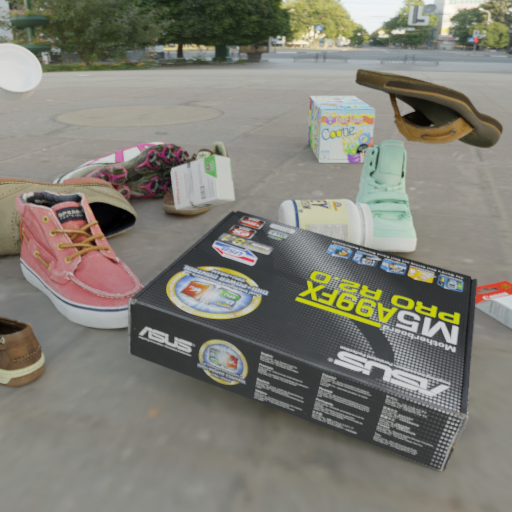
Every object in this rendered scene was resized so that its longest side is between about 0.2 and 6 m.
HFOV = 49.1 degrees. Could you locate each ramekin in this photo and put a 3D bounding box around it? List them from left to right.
[{"bbox_3d":[-2.766,-2.054,6.340,0.603,0.603,0.294,-16,-8,-33],"label":"ramekin"}]

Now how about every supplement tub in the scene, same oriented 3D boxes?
[{"bbox_3d":[1.023,-0.382,8.451,1.291,0.936,0.936,-2,22,-6],"label":"supplement tub"}]

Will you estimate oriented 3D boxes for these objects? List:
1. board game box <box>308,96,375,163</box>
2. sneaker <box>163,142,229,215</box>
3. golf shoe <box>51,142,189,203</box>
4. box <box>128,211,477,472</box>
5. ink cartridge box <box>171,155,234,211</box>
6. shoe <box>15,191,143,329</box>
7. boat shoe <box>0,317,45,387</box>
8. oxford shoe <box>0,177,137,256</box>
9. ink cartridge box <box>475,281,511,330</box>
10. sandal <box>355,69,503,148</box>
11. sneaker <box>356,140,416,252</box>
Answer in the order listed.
[{"bbox_3d":[2.272,-3.553,15.506,1.424,1.398,2.715,0,22,-1],"label":"board game box"},{"bbox_3d":[-1.210,-1.613,11.320,0.949,1.018,2.694,5,22,12],"label":"sneaker"},{"bbox_3d":[-2.655,-1.677,11.312,1.450,1.143,3.150,15,27,33],"label":"golf shoe"},{"bbox_3d":[0.615,0.583,5.713,2.997,0.663,2.401,17,29,16],"label":"box"},{"bbox_3d":[-0.830,-1.104,8.607,0.933,0.681,0.392,-8,-3,38],"label":"ink cartridge box"},{"bbox_3d":[-2.330,-0.052,7.257,0.963,1.227,2.696,-21,30,-41],"label":"shoe"},{"bbox_3d":[-2.982,0.781,5.971,1.818,0.672,0.671,10,25,23],"label":"boat shoe"},{"bbox_3d":[-3.384,-0.568,8.710,3.214,1.132,1.202,-20,35,-38],"label":"oxford shoe"},{"bbox_3d":[3.277,0.527,7.111,0.940,0.278,1.174,-9,25,-19],"label":"ink cartridge box"},{"bbox_3d":[2.522,-1.944,8.089,2.880,0.786,1.177,12,13,-43],"label":"sandal"},{"bbox_3d":[2.120,-1.088,9.334,0.965,1.547,2.622,3,23,0],"label":"sneaker"}]
